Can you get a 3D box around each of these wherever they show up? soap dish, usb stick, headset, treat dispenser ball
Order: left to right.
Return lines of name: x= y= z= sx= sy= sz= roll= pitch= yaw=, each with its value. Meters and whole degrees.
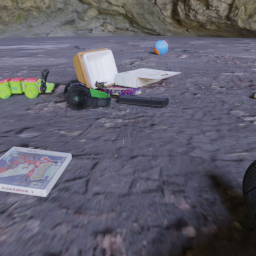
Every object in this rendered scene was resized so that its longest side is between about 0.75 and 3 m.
headset: x=-1.704 y=-1.294 z=9.481 sx=2.432 sy=1.143 sz=1.502 roll=4 pitch=18 yaw=-20
soap dish: x=-1.361 y=-2.477 z=11.998 sx=0.839 sy=1.625 sz=2.066 roll=-7 pitch=15 yaw=35
usb stick: x=0.511 y=-0.944 z=9.646 sx=1.816 sy=0.296 sz=0.504 roll=7 pitch=20 yaw=25
treat dispenser ball: x=2.657 y=-6.467 z=22.525 sx=1.145 sy=1.145 sz=1.145 roll=0 pitch=22 yaw=0

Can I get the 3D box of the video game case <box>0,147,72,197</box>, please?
video game case: x=-1.941 y=0.780 z=5.420 sx=1.318 sy=0.166 sz=1.447 roll=6 pitch=21 yaw=5

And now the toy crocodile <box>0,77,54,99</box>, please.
toy crocodile: x=-4.151 y=-1.617 z=10.770 sx=2.560 sy=0.790 sz=0.864 roll=-1 pitch=22 yaw=-4

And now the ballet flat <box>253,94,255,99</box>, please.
ballet flat: x=5.078 y=-1.257 z=10.619 sx=0.349 sy=0.315 sz=0.928 roll=39 pitch=44 yaw=24

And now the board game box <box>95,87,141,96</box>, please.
board game box: x=-0.394 y=-1.412 z=10.685 sx=1.574 sy=0.254 sz=0.945 roll=11 pitch=12 yaw=40

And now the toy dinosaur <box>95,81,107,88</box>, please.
toy dinosaur: x=-1.036 y=-1.578 z=10.331 sx=0.428 sy=0.322 sz=0.837 roll=-7 pitch=7 yaw=25

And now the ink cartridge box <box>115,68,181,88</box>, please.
ink cartridge box: x=0.950 y=-2.228 z=12.579 sx=2.112 sy=0.530 sz=2.433 roll=14 pitch=23 yaw=29

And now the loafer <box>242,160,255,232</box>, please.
loafer: x=2.381 y=1.425 z=3.143 sx=0.922 sy=1.052 sz=2.928 roll=14 pitch=24 yaw=-17
